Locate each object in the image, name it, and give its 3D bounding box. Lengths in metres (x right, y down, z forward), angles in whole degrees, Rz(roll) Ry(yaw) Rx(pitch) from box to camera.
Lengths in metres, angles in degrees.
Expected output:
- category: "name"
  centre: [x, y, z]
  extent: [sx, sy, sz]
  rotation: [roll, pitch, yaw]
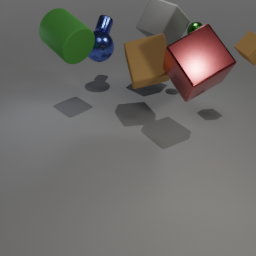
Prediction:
- category: "cylinder"
  centre: [-1.122, -4.814, 13.180]
  extent: [0.700, 0.700, 0.700]
  rotation: [17, -8, 2]
- category: "cube"
  centre: [0.702, -2.329, 10.031]
  extent: [1.400, 1.400, 1.400]
  rotation: [-14, -2, 1]
- category: "ball"
  centre: [2.763, -3.949, 11.404]
  extent: [0.700, 0.700, 0.700]
  rotation: [0, 32, 0]
- category: "cylinder"
  centre: [-2.123, -3.190, 9.772]
  extent: [1.400, 1.400, 1.400]
  rotation: [42, 48, 21]
- category: "cube"
  centre: [4.144, -2.659, 9.346]
  extent: [0.700, 0.700, 0.700]
  rotation: [24, 26, -44]
- category: "cube"
  centre: [1.489, -4.378, 11.825]
  extent: [1.400, 1.400, 1.400]
  rotation: [36, 13, 33]
- category: "ball"
  centre: [-1.336, -3.750, 12.872]
  extent: [1.400, 1.400, 1.400]
  rotation: [0, 32, 0]
- category: "cube"
  centre: [2.003, -1.845, 8.216]
  extent: [1.400, 1.400, 1.400]
  rotation: [-30, 78, -4]
